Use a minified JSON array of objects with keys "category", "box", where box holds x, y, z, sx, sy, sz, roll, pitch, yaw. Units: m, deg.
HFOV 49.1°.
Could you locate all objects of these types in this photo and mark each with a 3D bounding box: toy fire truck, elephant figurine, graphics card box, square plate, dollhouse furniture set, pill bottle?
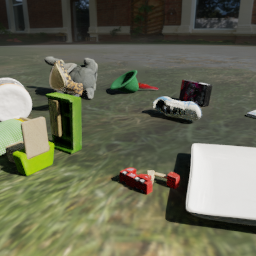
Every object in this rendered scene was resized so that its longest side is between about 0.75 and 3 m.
[{"category":"toy fire truck","box":[0.408,0.985,5.473,1.011,0.246,0.713,17,26,41]},{"category":"elephant figurine","box":[-2.662,-2.259,12.362,2.495,1.765,1.936,5,6,-4]},{"category":"graphics card box","box":[2.645,-1.400,11.066,0.340,0.839,1.337,-4,19,-38]},{"category":"square plate","box":[2.474,1.036,5.148,2.667,0.379,2.642,5,20,13]},{"category":"dollhouse furniture set","box":[-2.702,-0.122,6.836,2.729,1.369,1.788,14,24,33]},{"category":"pill bottle","box":[-4.030,-1.007,9.418,1.276,1.276,2.193,-10,21,-25]}]

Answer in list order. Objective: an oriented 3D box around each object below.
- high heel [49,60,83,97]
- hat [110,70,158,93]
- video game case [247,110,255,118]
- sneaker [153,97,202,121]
[{"category":"high heel","box":[-2.117,-1.787,9.969,0.720,2.017,1.438,13,46,14]},{"category":"hat","box":[0.249,-1.718,12.949,1.673,1.473,1.386,-21,30,29]},{"category":"video game case","box":[4.877,-0.413,9.417,1.132,0.137,1.242,-15,25,-36]},{"category":"sneaker","box":[1.592,-0.596,9.232,0.684,0.678,1.887,-25,29,-32]}]
